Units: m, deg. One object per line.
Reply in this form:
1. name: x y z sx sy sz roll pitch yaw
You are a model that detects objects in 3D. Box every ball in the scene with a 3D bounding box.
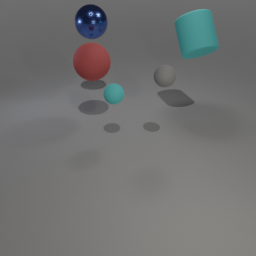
1. ball: -1.352 -2.475 10.501 1.400 1.400 1.400 0 30 0
2. ball: -0.478 -1.146 9.445 0.700 0.700 0.700 0 30 0
3. ball: -1.569 -4.520 11.955 1.400 1.400 1.400 0 30 0
4. ball: 1.164 -1.636 8.841 0.700 0.700 0.700 0 30 0

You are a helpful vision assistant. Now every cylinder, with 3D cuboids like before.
1. cylinder: 2.596 -3.519 10.633 1.400 1.400 1.400 -12 -1 0
